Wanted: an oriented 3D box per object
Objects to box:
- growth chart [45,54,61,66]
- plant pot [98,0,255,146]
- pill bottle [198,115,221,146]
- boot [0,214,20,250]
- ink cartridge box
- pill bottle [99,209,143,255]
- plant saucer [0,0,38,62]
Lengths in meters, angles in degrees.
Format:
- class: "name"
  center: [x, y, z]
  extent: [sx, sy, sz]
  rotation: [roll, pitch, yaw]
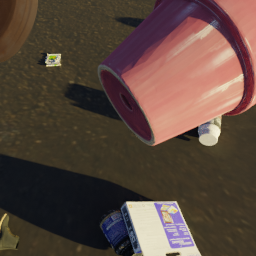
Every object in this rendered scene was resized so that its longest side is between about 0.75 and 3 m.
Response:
- class: "growth chart"
  center: [-3.002, -2.723, 11.211]
  extent: [0.650, 0.080, 0.898]
  rotation: [-6, 46, -4]
- class: "plant pot"
  center: [0.983, -1.136, 5.702]
  extent: [2.637, 2.947, 2.947]
  rotation: [-36, 55, -12]
- class: "pill bottle"
  center: [2.411, -0.039, 8.288]
  extent: [0.625, 0.625, 1.079]
  rotation: [11, 49, 11]
- class: "boot"
  center: [-2.647, 2.348, 6.297]
  extent: [0.536, 0.300, 0.776]
  rotation: [4, 60, -2]
- class: "ink cartridge box"
  center: [0.693, 2.240, 5.969]
  extent: [1.419, 0.311, 1.432]
  rotation: [8, 38, -29]
- class: "pill bottle"
  center: [-0.134, 2.333, 6.054]
  extent: [0.596, 0.596, 1.065]
  rotation: [-24, 51, -21]
- class: "plant saucer"
  center: [-3.343, -2.957, 7.358]
  extent: [2.429, 0.455, 2.429]
  rotation: [-7, 77, 32]
